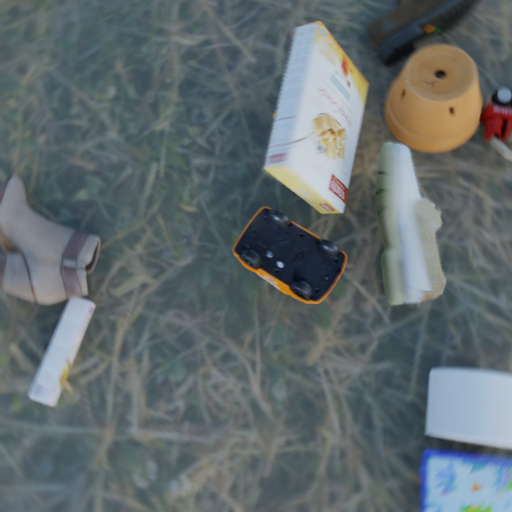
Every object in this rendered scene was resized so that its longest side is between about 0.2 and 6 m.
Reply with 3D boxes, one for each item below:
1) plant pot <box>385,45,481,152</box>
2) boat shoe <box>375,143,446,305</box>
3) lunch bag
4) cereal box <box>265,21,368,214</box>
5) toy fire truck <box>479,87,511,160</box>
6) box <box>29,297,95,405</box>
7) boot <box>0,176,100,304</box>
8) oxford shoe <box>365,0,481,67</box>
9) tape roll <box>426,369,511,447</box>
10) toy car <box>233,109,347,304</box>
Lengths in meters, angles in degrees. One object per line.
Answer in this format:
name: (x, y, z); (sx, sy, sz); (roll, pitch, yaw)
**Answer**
plant pot: (3.431, -3.105, 10.683); (1.833, 1.283, 1.833); (-3, 71, 8)
boat shoe: (2.766, -0.602, 10.099); (0.989, 1.081, 2.893); (-5, 93, 0)
lunch bag: (3.583, 4.044, 8.839); (2.036, 1.298, 1.731); (8, 75, -8)
cereal box: (1.171, -2.405, 10.118); (0.555, 2.020, 2.808); (1, 72, 37)
toy fire truck: (5.036, -2.382, 10.817); (1.346, 0.984, 1.529); (14, 79, 3)
box: (-3.439, 1.673, 9.970); (0.394, 0.368, 1.903); (17, 75, 5)
boot: (-3.841, -0.305, 10.326); (1.853, 0.890, 2.535); (3, 65, -9)
oxford shoe: (3.509, -5.119, 11.537); (2.787, 1.013, 1.176); (-30, 75, -8)
tape roll: (3.593, 2.489, 9.150); (1.522, 1.522, 1.045); (8, 74, 2)
toy car: (0.874, -0.980, 10.310); (1.903, 1.291, 3.880); (15, 70, 4)
